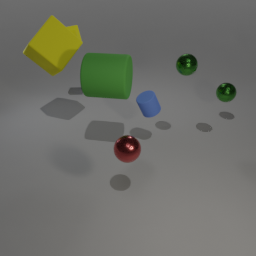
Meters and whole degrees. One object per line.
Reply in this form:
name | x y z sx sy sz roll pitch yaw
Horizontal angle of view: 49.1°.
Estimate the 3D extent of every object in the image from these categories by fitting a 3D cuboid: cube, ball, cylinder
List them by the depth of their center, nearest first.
ball | -0.016 0.529 7.089 0.700 0.700 0.700 0 31 0
cylinder | -0.643 -1.655 8.936 1.400 1.400 1.400 5 32 9
ball | 1.903 -2.043 9.063 0.700 0.700 0.700 0 31 0
cylinder | 0.731 -0.847 9.908 0.700 0.700 0.700 -18 38 15
ball | 3.518 -1.272 10.041 0.700 0.700 0.700 0 31 0
cube | -2.791 -2.967 10.347 1.400 1.400 1.400 -58 24 -14
cube | -2.486 -3.974 12.168 0.700 0.700 0.700 -8 36 6
